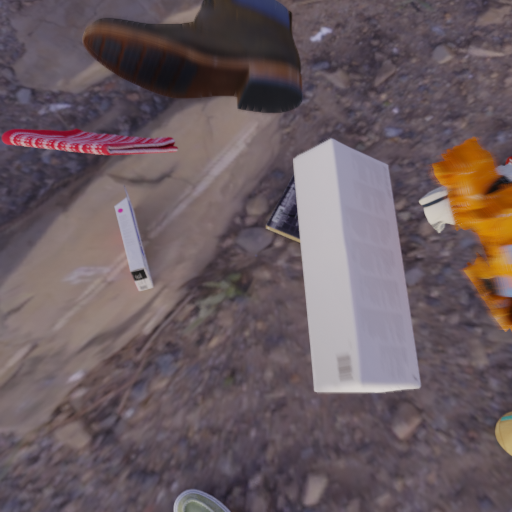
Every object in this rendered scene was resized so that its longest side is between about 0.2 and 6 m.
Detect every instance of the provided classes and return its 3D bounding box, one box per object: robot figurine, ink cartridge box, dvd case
[{"bbox_3d":[3.177,-0.089,7.350,0.813,2.793,2.025,-26,41,10],"label":"robot figurine"},{"bbox_3d":[-2.291,-0.330,10.344,0.337,0.861,1.818,-14,64,-7],"label":"ink cartridge box"},{"bbox_3d":[1.398,-0.762,10.961,1.991,0.159,1.480,23,65,11],"label":"dvd case"}]

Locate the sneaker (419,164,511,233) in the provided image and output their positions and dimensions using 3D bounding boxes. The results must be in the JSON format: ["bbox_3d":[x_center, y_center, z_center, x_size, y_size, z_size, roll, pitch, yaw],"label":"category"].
[{"bbox_3d":[3.495,-0.907,8.924,0.668,1.750,0.704,-29,96,-40],"label":"sneaker"}]

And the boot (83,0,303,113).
[{"bbox_3d":[-0.815,-3.185,8.177,3.181,1.188,1.542,10,71,-21],"label":"boot"}]

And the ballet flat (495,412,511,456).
[{"bbox_3d":[5.128,3.259,8.477,2.891,0.911,0.992,25,61,12],"label":"ballet flat"}]

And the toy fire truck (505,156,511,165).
[{"bbox_3d":[5.487,-1.765,11.014,0.648,0.970,1.156,-5,63,-2],"label":"toy fire truck"}]

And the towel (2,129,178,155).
[{"bbox_3d":[-2.081,-1.439,7.016,1.816,0.204,1.313,11,17,29],"label":"towel"}]

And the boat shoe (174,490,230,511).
[{"bbox_3d":[-0.427,4.266,8.121,0.754,0.650,2.095,-40,70,-18],"label":"boat shoe"}]

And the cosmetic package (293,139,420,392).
[{"bbox_3d":[1.286,0.171,7.413,1.302,0.799,3.155,12,66,-39],"label":"cosmetic package"}]
